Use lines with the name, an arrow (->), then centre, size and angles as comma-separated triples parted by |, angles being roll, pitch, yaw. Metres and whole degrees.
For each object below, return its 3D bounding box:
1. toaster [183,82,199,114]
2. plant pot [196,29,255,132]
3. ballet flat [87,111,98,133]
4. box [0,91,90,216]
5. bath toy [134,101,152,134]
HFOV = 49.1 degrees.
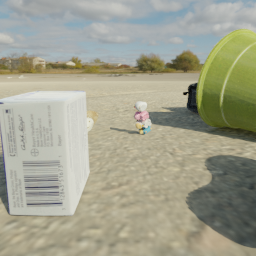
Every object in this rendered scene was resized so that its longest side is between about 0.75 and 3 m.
toaster -> 3.407, -1.194, 11.426 | 1.468, 1.291, 2.273 | 0, 9, -19
plant pot -> 3.810, -0.865, 7.246 | 2.930, 2.930, 2.782 | -8, 27, -33
ballet flat -> -1.473, -0.013, 7.547 | 2.044, 0.720, 0.667 | -16, 45, -44
box -> -1.071, 0.227, 3.997 | 0.820, 1.437, 1.563 | -1, 11, 0
bath toy -> 0.350, -0.306, 7.524 | 0.423, 0.973, 0.360 | -27, 38, -18
